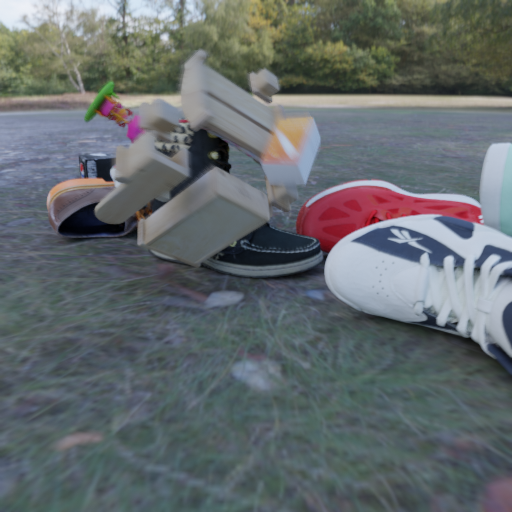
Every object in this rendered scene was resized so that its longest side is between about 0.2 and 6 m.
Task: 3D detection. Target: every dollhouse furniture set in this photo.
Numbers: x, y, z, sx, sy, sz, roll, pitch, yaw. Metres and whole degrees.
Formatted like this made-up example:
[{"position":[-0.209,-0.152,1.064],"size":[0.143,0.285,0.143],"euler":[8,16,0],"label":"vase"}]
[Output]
[{"position":[-0.957,-1.710,8.171],"size":[1.584,3.245,2.767],"euler":[-31,-38,34],"label":"dollhouse furniture set"}]

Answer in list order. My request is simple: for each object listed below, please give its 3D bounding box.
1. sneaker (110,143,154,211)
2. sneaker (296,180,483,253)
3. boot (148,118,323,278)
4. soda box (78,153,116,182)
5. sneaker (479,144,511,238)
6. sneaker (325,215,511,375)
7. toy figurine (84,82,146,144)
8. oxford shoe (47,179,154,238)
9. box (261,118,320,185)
[{"position":[-1.590,-1.925,9.640],"size":[1.024,2.313,0.857],"euler":[49,1,18],"label":"sneaker"},{"position":[2.395,-0.391,8.561],"size":[3.326,1.303,1.922],"euler":[-4,17,-9],"label":"sneaker"},{"position":[-0.419,-0.930,8.569],"size":[2.969,2.242,1.072],"euler":[8,20,23],"label":"boot"},{"position":[-3.367,-2.360,15.198],"size":[2.653,0.840,0.939],"euler":[-8,20,-25],"label":"soda box"},{"position":[3.779,-0.276,6.861],"size":[1.701,1.061,2.884],"euler":[10,-19,31],"label":"sneaker"},{"position":[2.376,0.439,5.776],"size":[3.408,1.360,2.218],"euler":[13,12,8],"label":"sneaker"},{"position":[-2.188,-2.247,9.252],"size":[0.951,0.776,1.034],"euler":[36,6,-12],"label":"toy figurine"},{"position":[-2.118,-0.889,10.551],"size":[3.418,1.219,1.246],"euler":[-13,35,-13],"label":"oxford shoe"},{"position":[0.502,-1.490,7.972],"size":[0.557,0.437,0.896],"euler":[4,56,26],"label":"box"}]
